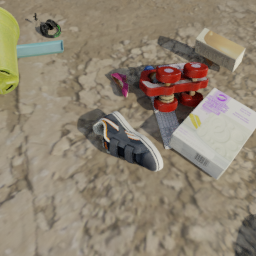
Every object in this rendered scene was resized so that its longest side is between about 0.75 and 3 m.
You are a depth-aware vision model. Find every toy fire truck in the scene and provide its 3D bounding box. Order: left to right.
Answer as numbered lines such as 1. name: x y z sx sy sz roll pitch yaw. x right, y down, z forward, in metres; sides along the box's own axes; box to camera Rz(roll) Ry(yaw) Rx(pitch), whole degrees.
1. toy fire truck: 1.690 -1.898 11.073 2.731 1.532 2.294 -11 35 -16

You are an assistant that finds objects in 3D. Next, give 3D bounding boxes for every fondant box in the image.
1. fondant box: 3.107 0.093 9.931 2.057 0.830 2.851 36 60 19

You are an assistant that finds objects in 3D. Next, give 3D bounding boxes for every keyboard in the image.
1. keyboard: 1.481 -0.391 10.772 0.751 0.142 2.668 -8 56 -6

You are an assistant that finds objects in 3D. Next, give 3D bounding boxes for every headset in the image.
1. headset: -3.937 -4.977 13.581 1.475 0.693 0.911 34 61 8

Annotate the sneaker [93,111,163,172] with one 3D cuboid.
1. sneaker: -0.103 0.606 9.497 1.158 1.144 2.917 -28 48 -24

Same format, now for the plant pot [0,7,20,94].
1. plant pot: -5.579 -2.838 11.087 2.923 2.923 2.688 -17 68 -11

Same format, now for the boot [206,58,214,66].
1. boot: 3.933 -3.331 12.653 0.878 0.422 1.200 -8 65 -17

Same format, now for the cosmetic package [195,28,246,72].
1. cosmetic package: 3.802 -3.259 11.711 1.926 1.013 0.684 36 81 19

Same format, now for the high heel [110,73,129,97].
1. high heel: -0.351 -1.770 11.462 0.695 0.488 1.449 3 50 -10

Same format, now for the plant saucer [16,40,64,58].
1. plant saucer: -4.118 -3.633 12.961 2.268 0.215 0.793 -8 56 -7
